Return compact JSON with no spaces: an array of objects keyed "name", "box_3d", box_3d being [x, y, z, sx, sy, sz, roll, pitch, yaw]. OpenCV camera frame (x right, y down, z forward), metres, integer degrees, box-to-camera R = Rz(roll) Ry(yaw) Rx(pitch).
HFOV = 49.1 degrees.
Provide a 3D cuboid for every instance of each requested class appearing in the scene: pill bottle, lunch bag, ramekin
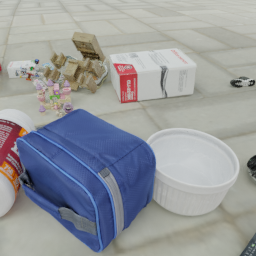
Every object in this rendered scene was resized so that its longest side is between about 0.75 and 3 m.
[{"name":"pill bottle","box_3d":[-2.961,0.640,6.334,1.448,1.448,2.563,-1,33,-2]},{"name":"lunch bag","box_3d":[-1.011,0.913,5.542,2.702,1.836,1.788,25,40,33]},{"name":"ramekin","box_3d":[1.270,0.949,6.105,1.977,1.038,1.977,5,33,-3]}]

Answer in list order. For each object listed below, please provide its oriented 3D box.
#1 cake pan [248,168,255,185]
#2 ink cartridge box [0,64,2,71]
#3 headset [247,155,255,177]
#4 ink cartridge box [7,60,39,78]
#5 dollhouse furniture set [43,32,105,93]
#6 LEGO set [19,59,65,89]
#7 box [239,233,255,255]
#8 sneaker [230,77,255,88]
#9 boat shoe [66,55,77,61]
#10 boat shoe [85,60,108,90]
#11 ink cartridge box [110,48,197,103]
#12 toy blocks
[{"name":"cake pan","box_3d":[3.481,1.151,6.669,1.216,0.223,1.216,0,33,0]},{"name":"ink cartridge box","box_3d":[-6.648,-2.235,10.947,2.164,1.230,2.970,-1,33,-1]},{"name":"headset","box_3d":[3.139,0.929,6.582,1.012,0.475,0.625,-17,64,-47]},{"name":"ink cartridge box","box_3d":[-4.526,-2.556,12.121,1.158,0.507,0.841,-4,33,-9]},{"name":"dollhouse furniture set","box_3d":[-1.867,-2.406,11.106,1.921,1.456,2.192,14,72,16]},{"name":"LEGO set","box_3d":[-3.569,-2.161,11.542,1.774,0.435,1.325,43,50,20]},{"name":"box","box_3d":[2.466,2.423,4.537,1.267,0.410,1.607,27,41,36]},{"name":"sneaker","box_3d":[4.503,-1.852,11.205,1.070,0.356,0.484,-4,30,-13]},{"name":"boat shoe","box_3d":[-2.793,-3.315,13.500,0.776,0.283,0.240,24,36,24]},{"name":"boat shoe","box_3d":[-1.289,-2.412,11.633,0.859,0.787,2.300,0,33,0]},{"name":"ink cartridge box","box_3d":[0.877,-2.066,10.671,2.847,1.192,2.054,-9,34,-9]},{"name":"toy blocks","box_3d":[-2.481,-1.133,9.402,1.196,1.077,1.280,-6,33,-10]}]
